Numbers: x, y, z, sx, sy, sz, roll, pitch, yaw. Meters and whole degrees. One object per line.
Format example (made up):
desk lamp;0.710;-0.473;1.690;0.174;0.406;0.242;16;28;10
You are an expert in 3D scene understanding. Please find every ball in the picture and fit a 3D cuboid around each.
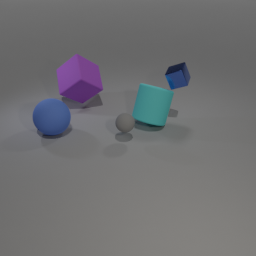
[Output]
ball;-2.882;-0.419;10.619;1.400;1.400;1.400;0;28;0
ball;-0.101;-0.188;9.984;0.700;0.700;0.700;0;28;0

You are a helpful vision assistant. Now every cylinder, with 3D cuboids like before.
cylinder;0.986;-0.946;11.217;1.400;1.400;1.400;14;11;-3

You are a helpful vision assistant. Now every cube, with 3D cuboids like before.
cube;1.936;-2.010;10.839;0.700;0.700;0.700;-11;32;31
cube;-2.175;-2.176;12.616;1.400;1.400;1.400;19;50;-50
